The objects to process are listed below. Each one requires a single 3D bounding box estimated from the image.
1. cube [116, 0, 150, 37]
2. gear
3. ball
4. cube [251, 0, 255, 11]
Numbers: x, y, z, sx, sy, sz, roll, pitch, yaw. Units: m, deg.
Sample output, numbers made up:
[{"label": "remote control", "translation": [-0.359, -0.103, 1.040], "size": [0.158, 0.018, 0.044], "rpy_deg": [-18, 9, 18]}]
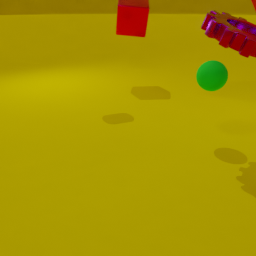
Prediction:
[{"label": "cube", "translation": [0.160, -4.387, 10.924], "size": [1.175, 1.175, 1.175], "rpy_deg": [4, 45, -3]}, {"label": "gear", "translation": [2.263, -1.824, 5.503], "size": [1.617, 0.299, 1.617], "rpy_deg": [13, 37, -10]}, {"label": "ball", "translation": [1.932, -1.198, 6.449], "size": [0.706, 0.706, 0.706], "rpy_deg": [0, 24, 0]}, {"label": "cube", "translation": [3.808, -3.153, 6.453], "size": [1.234, 1.234, 1.234], "rpy_deg": [28, 5, 38]}]
